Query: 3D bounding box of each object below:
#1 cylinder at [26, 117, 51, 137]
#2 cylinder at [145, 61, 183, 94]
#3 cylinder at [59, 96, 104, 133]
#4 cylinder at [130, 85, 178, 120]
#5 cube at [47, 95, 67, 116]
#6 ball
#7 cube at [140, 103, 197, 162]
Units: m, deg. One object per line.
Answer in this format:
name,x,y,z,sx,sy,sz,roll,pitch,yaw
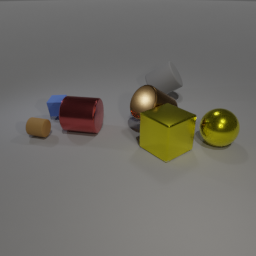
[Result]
cylinder,-3.456,-0.032,10.829,0.700,0.700,0.700,7,29,14
cylinder,1.810,-2.396,14.030,1.400,1.400,1.400,-26,19,24
cylinder,-1.814,-0.540,11.140,1.400,1.400,1.400,5,29,10
cylinder,1.031,-0.833,11.172,1.400,1.400,1.400,21,10,-42
cube,-3.024,-0.978,12.192,0.700,0.700,0.700,-1,34,9
ball,3.320,-0.021,10.199,1.400,1.400,1.400,0,28,0
cube,1.381,0.115,9.922,1.400,1.400,1.400,-21,35,-34
